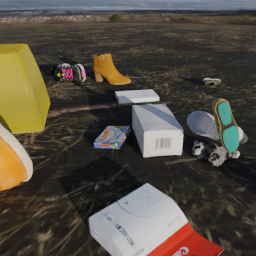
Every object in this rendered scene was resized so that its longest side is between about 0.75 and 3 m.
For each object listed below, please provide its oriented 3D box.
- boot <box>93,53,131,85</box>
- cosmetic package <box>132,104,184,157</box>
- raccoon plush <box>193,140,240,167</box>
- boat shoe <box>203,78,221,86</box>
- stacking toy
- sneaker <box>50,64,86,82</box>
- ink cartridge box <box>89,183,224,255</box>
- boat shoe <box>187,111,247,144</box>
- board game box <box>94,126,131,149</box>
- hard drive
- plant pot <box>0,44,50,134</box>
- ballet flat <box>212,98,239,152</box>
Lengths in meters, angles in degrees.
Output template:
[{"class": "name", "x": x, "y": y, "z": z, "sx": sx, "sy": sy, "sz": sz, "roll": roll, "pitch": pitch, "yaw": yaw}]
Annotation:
[{"class": "boot", "x": -0.854, "y": -3.074, "z": 14.460, "sx": 2.080, "sy": 1.489, "sz": 0.732, "roll": 9, "pitch": 28, "yaw": 17}, {"class": "cosmetic package", "x": 0.853, "y": -0.007, "z": 8.827, "sx": 1.209, "sy": 0.869, "sz": 2.143, "roll": -2, "pitch": 25, "yaw": -6}, {"class": "raccoon plush", "x": 2.402, "y": 0.715, "z": 7.922, "sx": 1.233, "sy": 0.597, "sz": 0.826, "roll": 15, "pitch": 6, "yaw": -29}, {"class": "boat shoe", "x": 4.259, "y": -2.279, "z": 14.171, "sx": 1.078, "sy": 0.384, "sz": 0.325, "roll": 0, "pitch": 68, "yaw": -24}, {"class": "stacking toy", "x": -3.564, "y": 1.169, "z": 5.818, "sx": 1.971, "sy": 1.971, "sz": 2.698, "roll": 15, "pitch": 45, "yaw": 28}, {"class": "sneaker", "x": -3.219, "y": -2.851, "z": 14.685, "sx": 1.126, "sy": 0.950, "sz": 2.575, "roll": -23, "pitch": 30, "yaw": -37}, {"class": "ink cartridge box", "x": 0.490, "y": 1.948, "z": 5.190, "sx": 1.608, "sy": 0.475, "sz": 2.009, "roll": -21, "pitch": 31, "yaw": -37}, {"class": "boat shoe", "x": 2.400, "y": 0.066, "z": 7.733, "sx": 0.652, "sy": 0.663, "sz": 1.839, "roll": 30, "pitch": 2, "yaw": -38}, {"class": "board game box", "x": -0.475, "y": 0.274, "z": 8.844, "sx": 0.808, "sy": 0.206, "sz": 1.193, "roll": 1, "pitch": 26, "yaw": 19}, {"class": "hard drive", "x": 0.373, "y": -1.408, "z": 12.445, "sx": 1.755, "sy": 0.234, "sz": 1.158, "roll": -5, "pitch": 26, "yaw": -11}, {"class": "plant pot", "x": -4.551, "y": -1.530, "z": 9.995, "sx": 2.934, "sy": 2.588, "sz": 2.934, "roll": -4, "pitch": 27, "yaw": -8}, {"class": "ballet flat", "x": 2.265, "y": -0.086, "z": 6.531, "sx": 0.470, "sy": 1.370, "sz": 0.432, "roll": -21, "pitch": 22, "yaw": -4}]
